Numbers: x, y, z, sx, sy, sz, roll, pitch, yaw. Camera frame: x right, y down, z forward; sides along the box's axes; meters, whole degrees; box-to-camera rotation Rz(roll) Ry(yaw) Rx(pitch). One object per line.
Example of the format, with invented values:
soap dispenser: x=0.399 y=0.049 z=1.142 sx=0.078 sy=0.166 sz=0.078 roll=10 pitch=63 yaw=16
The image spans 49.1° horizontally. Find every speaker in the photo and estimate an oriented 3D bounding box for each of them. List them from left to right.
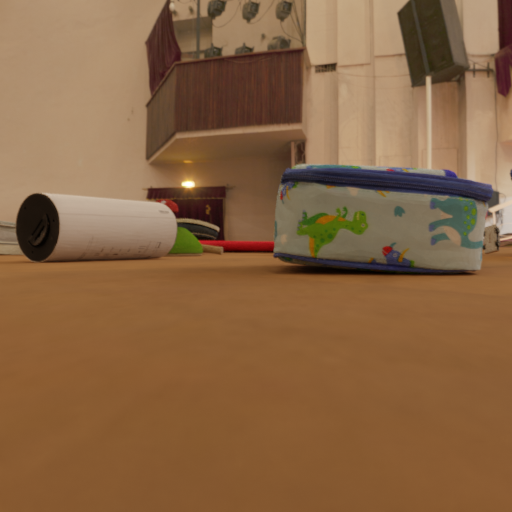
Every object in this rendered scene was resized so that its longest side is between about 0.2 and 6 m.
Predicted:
speaker: x=-1.934 y=-0.332 z=7.055 sx=0.813 sy=0.813 sz=2.002 roll=1 pitch=2 yaw=33

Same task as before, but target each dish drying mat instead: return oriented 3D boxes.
dish drying mat: x=-0.544 y=-0.211 z=13.562 sx=3.336 sy=0.304 sz=1.281 roll=2 pitch=1 yaw=29

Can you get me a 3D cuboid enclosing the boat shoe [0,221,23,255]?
boat shoe: x=-4.204 y=-0.433 z=10.895 sx=2.331 sy=0.830 sz=0.813 roll=-1 pitch=2 yaw=-37

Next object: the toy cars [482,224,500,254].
toy cars: x=4.295 y=-0.435 z=10.637 sx=0.263 sy=0.533 sz=1.190 roll=28 pitch=18 yaw=-33

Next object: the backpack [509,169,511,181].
backpack: x=5.899 y=-1.161 z=8.928 sx=3.267 sy=2.401 sz=2.990 roll=-4 pitch=-1 yaw=-14

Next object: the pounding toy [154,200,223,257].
pounding toy: x=-1.675 y=-0.489 z=10.104 sx=1.627 sy=0.978 sz=2.108 roll=1 pitch=2 yaw=20

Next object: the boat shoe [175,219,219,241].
boat shoe: x=-1.930 y=-0.421 z=11.749 sx=2.329 sy=0.720 sz=0.872 roll=5 pitch=-15 yaw=-20

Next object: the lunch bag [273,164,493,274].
lunch bag: x=0.963 y=-0.280 z=4.625 sx=1.582 sy=0.811 sz=1.968 roll=6 pitch=3 yaw=6
